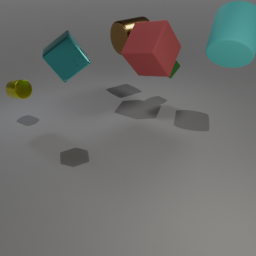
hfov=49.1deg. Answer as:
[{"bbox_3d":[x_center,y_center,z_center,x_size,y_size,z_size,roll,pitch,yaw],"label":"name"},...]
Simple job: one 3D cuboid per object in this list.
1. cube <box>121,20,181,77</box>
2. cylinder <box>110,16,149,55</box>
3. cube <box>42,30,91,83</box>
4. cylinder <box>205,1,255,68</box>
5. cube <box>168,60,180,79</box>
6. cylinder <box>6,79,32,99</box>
[{"bbox_3d":[0.863,-2.829,10.116,1.400,1.400,1.400,11,70,37],"label":"cube"},{"bbox_3d":[0.173,-3.999,12.139,1.400,1.400,1.400,-23,36,-29],"label":"cylinder"},{"bbox_3d":[-1.305,-1.521,5.919,0.700,0.700,0.700,-36,30,6],"label":"cube"},{"bbox_3d":[3.197,-2.785,8.450,1.400,1.400,1.400,12,72,22],"label":"cylinder"},{"bbox_3d":[1.662,-2.657,11.918,0.700,0.700,0.700,40,7,35],"label":"cube"},{"bbox_3d":[-4.006,-1.419,10.291,0.700,0.700,0.700,7,26,42],"label":"cylinder"}]
